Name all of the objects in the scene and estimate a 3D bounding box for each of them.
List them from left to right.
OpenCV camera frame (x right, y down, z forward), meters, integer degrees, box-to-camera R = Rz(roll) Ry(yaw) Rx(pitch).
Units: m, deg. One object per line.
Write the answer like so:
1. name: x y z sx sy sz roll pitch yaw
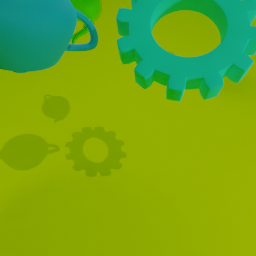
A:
1. teapot: -1.147 -0.972 2.776 1.794 0.878 1.115 -5 39 -24
2. teapot: -0.783 -2.012 4.282 0.716 1.462 0.909 -7 19 2
3. gear: 0.623 -1.022 2.976 1.476 0.273 1.476 -1 73 4
